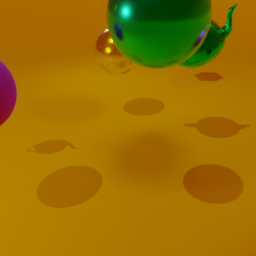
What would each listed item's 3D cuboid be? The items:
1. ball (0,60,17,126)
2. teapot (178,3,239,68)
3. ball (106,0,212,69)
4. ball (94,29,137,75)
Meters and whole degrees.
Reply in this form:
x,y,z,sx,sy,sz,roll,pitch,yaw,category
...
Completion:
x,y,z,sx,sy,sz,roll,pitch,yaw,category
-2.249,-0.511,3.990,1.240,1.240,1.240,0,30,0,ball
1.483,-1.921,5.959,1.891,0.926,1.176,-21,32,26,teapot
0.348,-1.289,3.226,1.192,1.192,1.192,0,30,0,ball
-0.294,-2.075,7.627,1.265,1.265,1.265,0,30,0,ball
